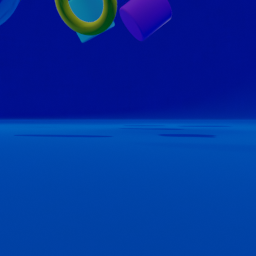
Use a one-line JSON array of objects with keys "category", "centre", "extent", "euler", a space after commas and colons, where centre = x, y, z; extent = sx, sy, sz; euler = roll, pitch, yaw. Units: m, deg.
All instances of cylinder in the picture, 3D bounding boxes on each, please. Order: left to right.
[{"category": "cylinder", "centre": [-1.376, -3.986, 10.004], "extent": [1.369, 1.369, 1.369], "euler": [-25, 19, 9]}, {"category": "cylinder", "centre": [0.573, -3.714, 9.126], "extent": [1.243, 1.243, 1.243], "euler": [-39, 4, -2]}]

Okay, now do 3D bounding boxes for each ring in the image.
[{"category": "ring", "centre": [-2.068, -2.088, 4.022], "extent": [1.381, 1.381, 0.276], "euler": [1, -1, 20]}, {"category": "ring", "centre": [-1.053, -3.107, 6.907], "extent": [1.645, 1.645, 0.329], "euler": [1, 36, 22]}]
